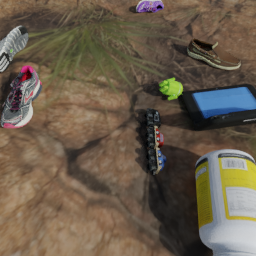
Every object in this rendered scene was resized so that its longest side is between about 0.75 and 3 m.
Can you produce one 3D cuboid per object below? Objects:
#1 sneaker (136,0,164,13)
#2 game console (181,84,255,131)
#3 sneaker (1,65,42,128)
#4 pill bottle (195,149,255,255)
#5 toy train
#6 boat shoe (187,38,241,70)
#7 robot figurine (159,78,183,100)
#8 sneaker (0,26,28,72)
[{"bbox_3d":[1.126,-6.111,14.115,1.495,0.603,0.623,-18,61,-14],"label":"sneaker"},{"bbox_3d":[3.647,-0.939,9.543,2.950,2.595,1.717,-8,82,-6],"label":"game console"},{"bbox_3d":[-3.934,-1.112,10.063,1.065,0.987,2.643,3,53,2],"label":"sneaker"},{"bbox_3d":[2.633,2.147,7.185,1.644,1.644,2.934,4,54,3],"label":"pill bottle"},{"bbox_3d":[0.900,0.381,9.307,0.596,0.444,2.601,8,52,-9],"label":"toy train"},{"bbox_3d":[3.587,-3.124,11.663,2.302,0.852,0.850,22,56,16],"label":"boat shoe"},{"bbox_3d":[1.619,-1.481,10.401,0.958,0.554,0.841,6,67,-31],"label":"robot figurine"},{"bbox_3d":[-5.466,-3.565,11.956,1.499,0.974,2.596,12,55,11],"label":"sneaker"}]
